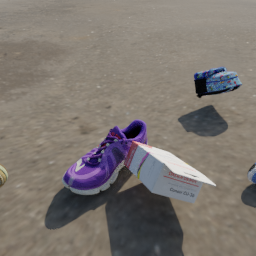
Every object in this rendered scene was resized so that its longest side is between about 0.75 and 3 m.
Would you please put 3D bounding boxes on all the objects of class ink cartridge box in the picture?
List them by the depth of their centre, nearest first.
[{"bbox_3d":[0.716,0.859,5.319,1.000,0.579,1.717,19,6,-25],"label":"ink cartridge box"}]

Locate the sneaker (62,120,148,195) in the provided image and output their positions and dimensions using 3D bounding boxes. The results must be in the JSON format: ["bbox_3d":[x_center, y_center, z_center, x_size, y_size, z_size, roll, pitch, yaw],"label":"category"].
[{"bbox_3d":[-0.452,0.489,6.042,0.948,0.981,2.351,28,45,29],"label":"sneaker"}]

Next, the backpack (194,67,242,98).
[{"bbox_3d":[2.792,-1.442,8.615,1.120,0.825,1.227,-16,7,-30],"label":"backpack"}]

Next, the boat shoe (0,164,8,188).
[{"bbox_3d":[-3.116,1.206,4.920,1.984,0.711,0.756,-21,26,2],"label":"boat shoe"}]

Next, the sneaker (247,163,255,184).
[{"bbox_3d":[3.419,1.007,5.714,1.840,0.697,0.709,0,30,4],"label":"sneaker"}]
